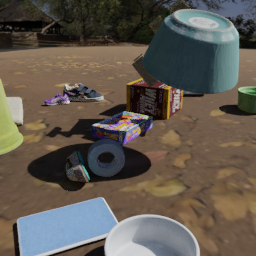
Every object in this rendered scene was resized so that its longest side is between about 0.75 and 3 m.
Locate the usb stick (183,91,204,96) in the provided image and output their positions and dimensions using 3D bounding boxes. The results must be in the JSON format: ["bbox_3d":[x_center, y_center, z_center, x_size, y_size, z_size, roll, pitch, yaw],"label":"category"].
[{"bbox_3d":[3.558,-1.951,16.031,1.558,0.254,0.432,0,20,0],"label":"usb stick"}]

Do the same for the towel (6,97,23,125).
[{"bbox_3d":[-5.423,-0.727,12.135,1.626,0.423,2.454,-3,30,-19],"label":"towel"}]

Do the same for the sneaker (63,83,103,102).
[{"bbox_3d":[-2.440,-1.928,15.133,2.224,0.883,0.872,3,20,4],"label":"sneaker"}]

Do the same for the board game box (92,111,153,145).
[{"bbox_3d":[-0.167,-0.059,10.746,1.406,0.468,2.091,13,24,31],"label":"board game box"}]

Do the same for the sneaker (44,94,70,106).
[{"bbox_3d":[-3.661,-1.486,14.384,1.275,0.564,0.513,-9,24,-19],"label":"sneaker"}]

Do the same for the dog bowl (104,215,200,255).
[{"bbox_3d":[0.382,2.176,4.665,1.546,0.609,1.546,0,20,0],"label":"dog bowl"}]

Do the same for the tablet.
[{"bbox_3d":[-1.227,2.016,5.763,1.940,0.132,1.262,-10,23,-22],"label":"tablet"}]

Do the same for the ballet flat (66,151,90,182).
[{"bbox_3d":[-1.428,1.148,7.695,0.530,0.536,1.576,-26,21,-8],"label":"ballet flat"}]

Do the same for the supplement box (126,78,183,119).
[{"bbox_3d":[1.296,-1.481,13.211,2.069,1.374,2.041,11,23,27],"label":"supplement box"}]

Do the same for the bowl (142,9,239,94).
[{"bbox_3d":[1.857,-2.284,7.726,2.793,1.461,2.793,5,40,-4],"label":"bowl"}]

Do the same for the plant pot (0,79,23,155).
[{"bbox_3d":[-4.962,-0.495,9.358,2.479,2.279,2.479,0,22,0],"label":"plant pot"}]

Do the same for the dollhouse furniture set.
[{"bbox_3d":[1.631,-2.932,10.747,2.800,2.572,1.822,-37,11,13],"label":"dollhouse furniture set"}]

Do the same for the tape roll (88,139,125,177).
[{"bbox_3d":[-0.596,0.818,7.671,1.012,1.012,0.334,-3,21,-7],"label":"tape roll"}]

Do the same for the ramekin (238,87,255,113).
[{"bbox_3d":[6.231,-1.357,13.540,1.852,0.905,1.852,0,21,0],"label":"ramekin"}]
